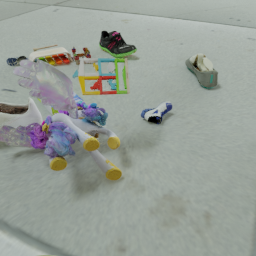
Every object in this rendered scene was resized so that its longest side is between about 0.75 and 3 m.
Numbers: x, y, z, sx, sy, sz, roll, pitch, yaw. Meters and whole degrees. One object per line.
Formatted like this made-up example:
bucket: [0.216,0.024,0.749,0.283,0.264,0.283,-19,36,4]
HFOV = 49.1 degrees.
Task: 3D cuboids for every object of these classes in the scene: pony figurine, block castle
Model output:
pony figurine: [-1.503,-0.040,6.541,2.604,2.246,2.697,17,20,-35]
block castle: [-1.933,-3.050,11.639,0.693,0.486,1.036,-10,37,-14]

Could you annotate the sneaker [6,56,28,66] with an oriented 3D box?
sneaker: [-4.461,-2.714,11.361,0.899,0.346,0.383,-5,13,6]

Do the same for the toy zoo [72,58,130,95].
toy zoo: [-0.595,-1.132,6.158,1.234,0.809,0.126,-3,-7,-12]

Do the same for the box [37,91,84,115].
box: [-2.168,-0.928,8.804,0.980,0.383,1.607,-23,42,-28]

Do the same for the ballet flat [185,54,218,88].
ballet flat: [2.759,-2.336,10.397,0.829,0.783,2.459,-5,36,-4]

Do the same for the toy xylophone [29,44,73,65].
toy xylophone: [-3.229,-2.978,11.559,1.825,0.458,1.336,-12,38,-16]

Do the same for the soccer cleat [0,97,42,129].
soccer cleat: [-3.710,-0.123,7.054,2.958,1.147,1.025,-11,37,-14]

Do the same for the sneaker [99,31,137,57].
sneaker: [-0.524,-3.680,12.134,2.181,0.914,0.837,30,45,34]

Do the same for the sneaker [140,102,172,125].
sneaker: [0.903,-0.372,8.098,0.970,0.392,0.560,-20,44,-15]
